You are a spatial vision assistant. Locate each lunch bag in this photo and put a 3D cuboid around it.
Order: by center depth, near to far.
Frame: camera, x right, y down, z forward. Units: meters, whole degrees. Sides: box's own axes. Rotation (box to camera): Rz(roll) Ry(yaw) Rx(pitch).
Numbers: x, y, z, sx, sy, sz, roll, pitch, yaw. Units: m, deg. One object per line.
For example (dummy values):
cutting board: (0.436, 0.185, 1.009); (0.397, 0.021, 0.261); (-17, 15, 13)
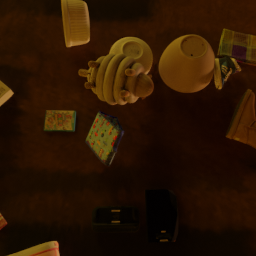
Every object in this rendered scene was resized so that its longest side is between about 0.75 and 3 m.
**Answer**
lunch bag: (-0.664, 0.345, 8.879); (0.755, 1.605, 1.208); (19, 105, -26)

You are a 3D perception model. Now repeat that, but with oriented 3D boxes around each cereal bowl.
cereal bowl: (0.133, -2.743, 10.584); (1.733, 0.722, 1.733); (2, 70, -6)

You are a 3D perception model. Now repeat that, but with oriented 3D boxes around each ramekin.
ramekin: (-1.985, -4.000, 10.640); (0.910, 1.733, 1.733); (-7, 70, -12)

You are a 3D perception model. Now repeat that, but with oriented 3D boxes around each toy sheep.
toy sheep: (-0.444, -1.638, 9.351); (2.750, 1.896, 1.896); (20, 72, 16)

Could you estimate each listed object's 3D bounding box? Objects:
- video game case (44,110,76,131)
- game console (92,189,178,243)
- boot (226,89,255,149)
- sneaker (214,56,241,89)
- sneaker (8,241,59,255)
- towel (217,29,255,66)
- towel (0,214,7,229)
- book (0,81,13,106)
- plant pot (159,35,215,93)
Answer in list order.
video game case: (-2.457, -0.260, 10.131); (1.086, 0.097, 0.777); (1, 70, 0)
game console: (0.223, 2.787, 8.937); (2.758, 0.332, 1.627); (0, 70, -1)
boot: (4.819, -0.047, 9.747); (2.304, 0.762, 2.017); (23, 85, 9)
sneaker: (3.789, -2.079, 10.536); (0.979, 0.539, 1.337); (0, 65, 5)
sneaker: (-3.245, 4.402, 7.955); (2.803, 1.055, 1.466); (-16, 66, -10)
towel: (4.619, -3.213, 11.115); (1.910, 0.217, 1.371); (15, 72, 5)
towel: (-4.574, 2.907, 8.992); (0.861, 0.136, 1.195); (-41, 75, -14)
book: (-5.832, -1.546, 10.346); (2.620, 0.630, 1.750); (39, 73, 12)
plant pot: (2.247, -2.550, 10.244); (2.123, 1.426, 2.123); (0, 71, 1)
